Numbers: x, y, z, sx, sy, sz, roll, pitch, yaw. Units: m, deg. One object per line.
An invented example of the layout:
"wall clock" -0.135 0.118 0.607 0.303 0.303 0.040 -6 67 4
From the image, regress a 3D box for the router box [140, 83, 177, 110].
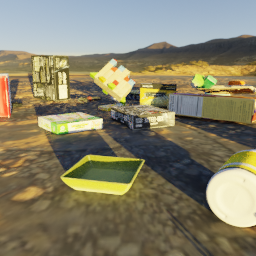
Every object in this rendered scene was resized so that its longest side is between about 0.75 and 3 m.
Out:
"router box" 1.205 -1.207 11.241 1.440 1.132 0.376 2 13 9

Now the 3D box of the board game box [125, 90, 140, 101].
"board game box" 0.522 -1.839 15.618 1.456 0.372 2.149 -11 17 -39

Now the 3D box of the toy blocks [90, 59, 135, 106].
"toy blocks" -0.464 -2.084 12.055 1.934 1.322 0.966 39 -20 8

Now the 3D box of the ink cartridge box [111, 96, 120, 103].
"ink cartridge box" -0.445 -1.708 13.760 0.356 0.846 0.617 28 5 -21

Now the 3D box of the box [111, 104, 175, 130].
"box" 0.425 -0.409 9.266 1.467 0.463 1.860 -6 14 -24

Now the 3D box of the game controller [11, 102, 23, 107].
"game controller" -5.456 -1.106 12.739 1.228 0.259 0.641 3 14 8

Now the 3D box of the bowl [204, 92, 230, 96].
"bowl" 4.057 -1.389 12.831 1.482 0.775 1.482 0 14 0

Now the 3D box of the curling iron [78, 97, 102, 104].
"curling iron" -1.880 -1.442 14.291 0.488 0.252 1.969 28 18 18

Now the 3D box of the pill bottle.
"pill bottle" 1.628 0.718 3.840 0.734 0.734 1.319 9 17 32

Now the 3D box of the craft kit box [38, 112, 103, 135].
"craft kit box" -1.777 -0.167 8.587 1.471 0.361 1.490 -13 18 -36

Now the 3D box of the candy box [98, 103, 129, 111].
"candy box" -0.613 -0.906 12.078 1.226 0.162 0.627 -13 22 -43

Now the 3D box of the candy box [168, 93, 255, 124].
"candy box" 3.099 -0.782 10.002 2.907 0.821 1.696 11 13 35

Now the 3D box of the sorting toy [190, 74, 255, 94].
"sorting toy" 3.273 -1.420 9.476 2.133 0.425 2.885 9 5 33

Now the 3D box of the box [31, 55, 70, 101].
"box" -4.100 -2.668 14.854 1.903 2.323 1.001 9 16 35

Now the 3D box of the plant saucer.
"plant saucer" -0.366 0.777 4.629 1.113 0.267 1.114 3 13 14

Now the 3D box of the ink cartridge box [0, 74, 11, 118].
"ink cartridge box" -4.976 -1.272 10.697 0.865 1.494 2.572 -5 14 -20
